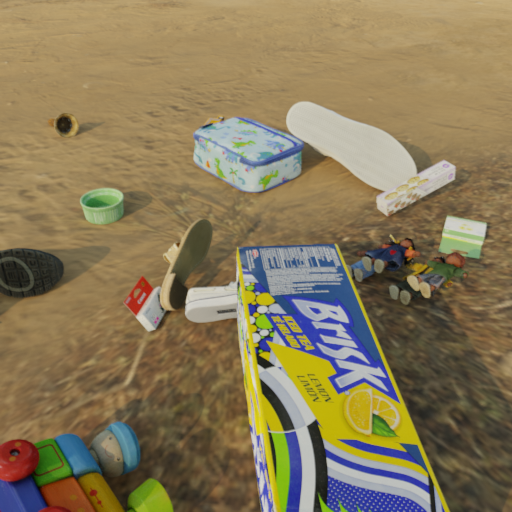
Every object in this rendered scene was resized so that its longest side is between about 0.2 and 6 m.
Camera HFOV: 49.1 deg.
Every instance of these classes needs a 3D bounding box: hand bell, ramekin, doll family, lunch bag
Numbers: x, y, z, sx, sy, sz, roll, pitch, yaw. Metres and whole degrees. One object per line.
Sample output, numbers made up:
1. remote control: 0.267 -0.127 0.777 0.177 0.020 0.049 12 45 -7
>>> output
1. hand bell: -5.421 -3.616 15.330 0.663 0.663 1.273 -26 30 -32
2. ramekin: -3.161 -1.012 11.587 0.867 0.424 0.867 0 35 0
3. doll family: 2.563 0.158 9.598 1.277 0.867 2.209 -31 42 -29
4. lunch bag: -0.188 -2.463 13.205 1.919 0.984 2.388 -25 43 -35

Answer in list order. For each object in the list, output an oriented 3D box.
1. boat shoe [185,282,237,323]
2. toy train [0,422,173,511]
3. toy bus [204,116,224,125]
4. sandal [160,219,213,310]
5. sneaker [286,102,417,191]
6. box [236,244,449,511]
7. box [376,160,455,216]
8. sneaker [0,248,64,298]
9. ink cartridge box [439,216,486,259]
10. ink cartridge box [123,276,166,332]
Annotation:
1. boat shoe: -0.278 0.654 8.917 1.701 0.603 0.594 -7 51 4
2. toy train: -1.507 2.852 5.660 1.590 1.163 2.747 -12 35 -39
3. toy bus: -1.168 -3.433 15.093 0.428 0.356 1.095 7 36 11
4. sandal: -1.373 0.091 9.606 0.621 0.692 1.888 -1 50 27
5. sneaker: 2.314 -2.564 13.104 3.188 1.174 1.842 34 15 7
6. box: 0.710 1.838 6.450 1.528 1.665 4.751 -3 35 -5
7. box: 3.334 -1.421 11.671 1.800 0.348 0.373 -28 45 -13
8. sneaker: -4.503 0.212 9.536 2.333 0.886 1.059 -2 16 -16
9. ink cartridge box: 4.001 -0.366 10.845 0.767 0.253 1.054 14 36 18
10. ink cartridge box: -1.721 0.735 8.961 0.160 0.639 0.737 -23 25 29
